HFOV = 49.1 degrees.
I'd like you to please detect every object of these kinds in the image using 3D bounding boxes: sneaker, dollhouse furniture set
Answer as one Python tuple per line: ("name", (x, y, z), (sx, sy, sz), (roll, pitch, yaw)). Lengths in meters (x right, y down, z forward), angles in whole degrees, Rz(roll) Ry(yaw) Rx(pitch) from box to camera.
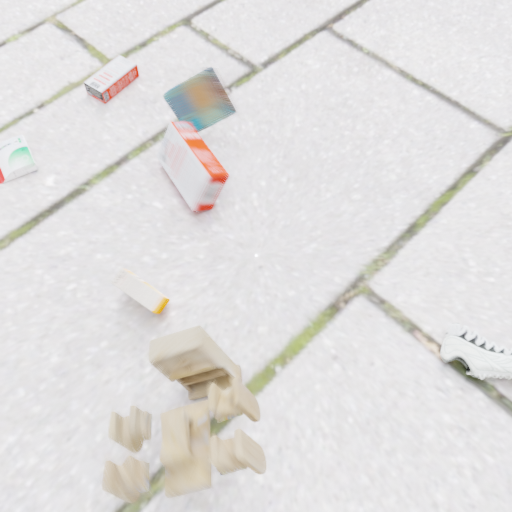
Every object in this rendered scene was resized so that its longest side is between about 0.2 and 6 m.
("sneaker", (4.041, 1.848, 9.587), (1.802, 0.677, 0.730), (24, 72, 20))
("dollhouse furniture set", (-0.904, 2.427, 8.332), (2.049, 1.451, 2.230), (-19, 47, 15))

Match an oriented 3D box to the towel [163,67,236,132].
("towel", (-1.208, -3.204, 11.768), (1.455, 1.067, 0.158), (-14, 26, 40))

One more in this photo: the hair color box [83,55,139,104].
("hair color box", (-3.449, -4.233, 13.401), (0.619, 0.373, 1.219), (33, 63, 18))

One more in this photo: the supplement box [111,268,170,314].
("supplement box", (-2.077, 0.639, 10.127), (0.961, 0.606, 0.353), (35, 84, 3))

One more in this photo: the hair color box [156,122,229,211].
("hair color box", (-1.339, -1.863, 11.555), (0.550, 0.954, 1.720), (-11, 55, -41))

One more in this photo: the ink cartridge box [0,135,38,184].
("ink cartridge box", (-5.461, -2.042, 12.124), (1.195, 0.299, 0.962), (-24, 61, -16))
